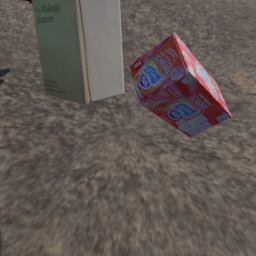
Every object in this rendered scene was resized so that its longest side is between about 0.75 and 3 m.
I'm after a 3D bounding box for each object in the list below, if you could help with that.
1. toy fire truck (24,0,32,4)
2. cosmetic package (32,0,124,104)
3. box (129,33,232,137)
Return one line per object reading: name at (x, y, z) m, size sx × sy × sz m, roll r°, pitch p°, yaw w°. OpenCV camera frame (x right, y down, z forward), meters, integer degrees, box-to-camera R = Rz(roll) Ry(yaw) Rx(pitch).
toy fire truck at (-2.896, -3.916, 8.622) m, size 0.806 × 0.538 × 0.960 m, roll 3°, pitch 23°, yaw -19°
cosmetic package at (-0.857, -1.809, 4.658) m, size 0.943 × 2.580 × 1.335 m, roll -22°, pitch 26°, yaw -40°
box at (0.684, -0.447, 3.492) m, size 0.671 × 1.308 × 0.619 m, roll -30°, pitch 55°, yaw 27°
